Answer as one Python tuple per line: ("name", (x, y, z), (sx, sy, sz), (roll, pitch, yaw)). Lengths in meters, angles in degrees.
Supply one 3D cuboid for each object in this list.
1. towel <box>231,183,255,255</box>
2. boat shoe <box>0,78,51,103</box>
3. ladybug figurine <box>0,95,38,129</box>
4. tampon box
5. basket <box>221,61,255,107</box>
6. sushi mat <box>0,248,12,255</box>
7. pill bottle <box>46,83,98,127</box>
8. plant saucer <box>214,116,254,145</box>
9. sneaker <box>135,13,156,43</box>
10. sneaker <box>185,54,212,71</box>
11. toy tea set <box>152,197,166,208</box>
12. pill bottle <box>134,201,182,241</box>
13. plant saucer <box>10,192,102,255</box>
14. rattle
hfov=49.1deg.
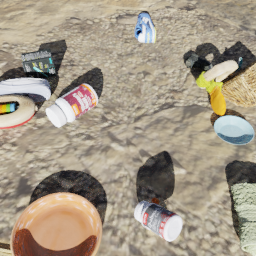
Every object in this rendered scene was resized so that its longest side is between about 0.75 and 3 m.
("towel", (4.525, 2.536, 7.853), (2.982, 0.544, 2.213), (4, 47, 4))
("boat shoe", (-4.604, -1.497, 11.321), (2.869, 1.056, 0.938), (-3, 43, -16))
("ladybug figurine", (-4.503, -0.542, 10.463), (2.248, 0.809, 1.526), (-4, 48, -4))
("tampon box", (-3.949, -2.812, 12.425), (1.282, 0.960, 0.809), (-13, 49, -12))
("basket", (5.081, -1.706, 11.627), (2.145, 1.598, 1.531), (-37, 90, -29))
("sushi mat", (-3.351, 3.485, 7.301), (1.336, 0.081, 0.639), (8, 47, 6))
("pill bottle", (-2.105, -0.856, 10.622), (1.003, 1.003, 1.831), (34, 56, 27))
("plant saucer", (3.831, 0.138, 10.218), (1.422, 0.274, 1.422), (0, 47, 0))
("sneaker", (0.759, -5.309, 14.780), (0.984, 0.884, 2.392), (-10, 48, -6))
("sneaker", (3.159, -2.893, 12.820), (0.798, 0.533, 1.394), (-30, 51, -22))
("toy tea set", (0.914, 2.462, 8.154), (0.550, 0.342, 0.925), (-14, 45, 28))
("pill bottle", (0.775, 2.421, 7.437), (0.694, 0.694, 1.198), (-39, 33, -30))
("plant saucer", (-1.882, 2.881, 7.567), (2.385, 0.446, 2.385), (1, 47, -1))
("rattle", (4.241, -1.803, 11.580), (2.696, 1.755, 1.926), (-11, 55, -46))
